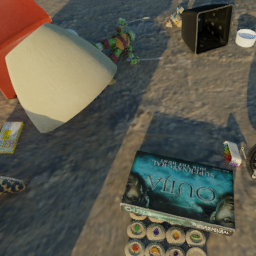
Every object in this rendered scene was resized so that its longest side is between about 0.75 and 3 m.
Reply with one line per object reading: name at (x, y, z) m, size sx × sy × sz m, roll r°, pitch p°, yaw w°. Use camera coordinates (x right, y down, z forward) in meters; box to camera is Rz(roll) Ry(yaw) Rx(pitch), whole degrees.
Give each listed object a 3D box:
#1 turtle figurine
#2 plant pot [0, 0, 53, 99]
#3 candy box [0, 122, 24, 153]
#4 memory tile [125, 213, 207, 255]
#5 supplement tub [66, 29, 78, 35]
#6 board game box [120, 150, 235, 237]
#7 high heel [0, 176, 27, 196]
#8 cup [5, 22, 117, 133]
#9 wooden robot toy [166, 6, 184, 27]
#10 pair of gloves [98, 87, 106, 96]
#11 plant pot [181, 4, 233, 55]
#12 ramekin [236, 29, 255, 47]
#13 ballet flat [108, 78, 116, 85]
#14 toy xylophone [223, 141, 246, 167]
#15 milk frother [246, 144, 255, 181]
turtle figurine at (-0.173, -3.229, 10.753) m, size 2.254 × 1.622 × 2.186 m, roll 34°, pitch 61°, yaw 30°
plant pot at (-3.835, -2.695, 9.708) m, size 2.463 × 2.792 × 2.795 m, roll -34°, pitch 56°, yaw -13°
candy box at (-3.682, 0.272, 8.656) m, size 0.594 × 0.153 × 1.161 m, roll 3°, pitch 49°, yaw 0°
memory tile at (0.906, 2.536, 6.690) m, size 1.886 × 0.158 × 1.445 m, roll 6°, pitch 49°, yaw 5°
supplement tub at (-2.385, -3.326, 11.340) m, size 0.827 × 0.827 × 1.254 m, roll -6°, pitch 50°, yaw -6°
board game box at (1.320, 1.588, 7.235) m, size 2.706 × 0.381 × 1.831 m, roll 10°, pitch 43°, yaw 9°
high heel at (-3.893, 2.152, 6.811) m, size 2.692 × 0.961 × 1.919 m, roll 0°, pitch 71°, yaw -17°
cup at (-2.115, -1.647, 7.984) m, size 2.986 × 2.136 × 2.986 m, roll -32°, pitch 24°, yaw 17°
wooden robot toy at (2.281, -4.954, 13.053) m, size 0.739 × 0.717 × 1.628 m, roll 39°, pitch 51°, yaw -13°
pair of gloves at (-1.660, -1.099, 8.423) m, size 2.184 × 0.270 × 1.946 m, roll -9°, pitch 29°, yaw 14°
plant pot at (3.121, -4.285, 11.716) m, size 1.698 × 1.702 × 1.510 m, roll -20°, pitch 41°, yaw -16°
ramekin at (5.078, -3.857, 12.071) m, size 0.845 × 0.412 × 0.845 m, roll 0°, pitch 48°, yaw 0°
ballet flat at (-1.029, -1.804, 10.321) m, size 1.156 × 0.364 × 0.397 m, roll 0°, pitch 49°, yaw 0°
toy xylophone at (3.117, 0.744, 8.182) m, size 0.625 × 0.215 × 0.854 m, roll 20°, pitch 45°, yaw -9°
milk frother at (3.753, 1.269, 5.657) m, size 2.953 × 2.778 × 2.665 m, roll 18°, pitch 76°, yaw 28°
